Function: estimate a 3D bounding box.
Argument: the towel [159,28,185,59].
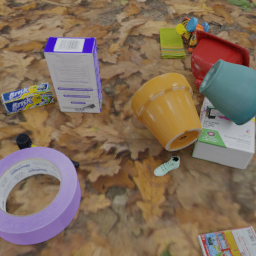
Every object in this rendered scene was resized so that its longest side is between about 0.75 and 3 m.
[{"bbox_3d":[2.213,-4.381,14.219,1.147,0.241,2.666,2,49,0],"label":"towel"}]

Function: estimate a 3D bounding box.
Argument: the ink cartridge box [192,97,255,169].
[{"bbox_3d":[3.399,0.014,9.856,1.780,1.032,2.458,13,50,11],"label":"ink cartridge box"}]

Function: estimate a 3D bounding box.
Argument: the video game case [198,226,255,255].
[{"bbox_3d":[2.834,3.342,7.562,1.599,0.139,1.143,-7,50,-6],"label":"video game case"}]

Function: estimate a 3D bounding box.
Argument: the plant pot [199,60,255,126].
[{"bbox_3d":[3.233,-1.235,8.772,1.643,1.748,1.748,30,52,-3],"label":"plant pot"}]

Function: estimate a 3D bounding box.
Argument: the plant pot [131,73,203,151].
[{"bbox_3d":[1.367,-0.372,8.954,2.039,2.039,1.867,-17,61,-14],"label":"plant pot"}]

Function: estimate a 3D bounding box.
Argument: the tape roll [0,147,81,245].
[{"bbox_3d":[-2.833,1.911,8.304,2.756,0.904,2.756,0,48,1],"label":"tape roll"}]

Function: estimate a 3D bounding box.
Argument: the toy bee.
[{"bbox_3d":[3.178,-4.534,13.681,1.858,1.542,2.838,20,18,-3],"label":"toy bee"}]

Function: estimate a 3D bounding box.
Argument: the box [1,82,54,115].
[{"bbox_3d":[-3.977,-1.186,11.149,1.891,0.663,0.608,-19,51,-16],"label":"box"}]

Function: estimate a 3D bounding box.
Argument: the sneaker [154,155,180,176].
[{"bbox_3d":[1.268,1.205,9.148,0.940,0.554,0.346,-22,54,-17],"label":"sneaker"}]

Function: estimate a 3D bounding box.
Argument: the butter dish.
[{"bbox_3d":[3.414,-2.316,11.328,2.467,2.460,1.823,38,82,33],"label":"butter dish"}]

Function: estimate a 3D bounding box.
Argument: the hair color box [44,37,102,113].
[{"bbox_3d":[-1.856,-1.822,10.186,1.600,2.928,0.949,2,51,2],"label":"hair color box"}]

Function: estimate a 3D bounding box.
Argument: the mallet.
[{"bbox_3d":[-2.740,0.893,9.580,2.290,0.754,0.471,25,59,1],"label":"mallet"}]
